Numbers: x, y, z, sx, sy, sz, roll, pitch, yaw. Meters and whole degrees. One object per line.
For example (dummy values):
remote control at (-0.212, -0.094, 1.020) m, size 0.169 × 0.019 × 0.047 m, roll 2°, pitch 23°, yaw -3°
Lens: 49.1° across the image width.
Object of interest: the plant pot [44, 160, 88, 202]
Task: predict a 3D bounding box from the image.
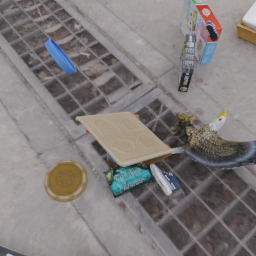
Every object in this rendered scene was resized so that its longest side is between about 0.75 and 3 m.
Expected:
plant pot at (-2.069, 1.705, 9.293) m, size 1.461 × 0.201 × 1.461 m, roll 0°, pitch 60°, yaw -1°

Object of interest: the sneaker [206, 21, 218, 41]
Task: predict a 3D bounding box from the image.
sneaker at (3.023, -3.490, 10.056) m, size 0.284 × 0.809 × 0.332 m, roll -11°, pitch 54°, yaw 27°

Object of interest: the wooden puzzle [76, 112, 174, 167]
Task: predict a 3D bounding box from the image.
wooden puzzle at (-0.106, 0.291, 7.614) m, size 1.997 × 0.499 × 2.157 m, roll -9°, pitch 39°, yaw -46°

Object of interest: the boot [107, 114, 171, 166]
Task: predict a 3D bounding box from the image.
boot at (0.364, 0.330, 9.515) m, size 2.271 × 0.871 × 1.763 m, roll -13°, pitch 49°, yaw 24°

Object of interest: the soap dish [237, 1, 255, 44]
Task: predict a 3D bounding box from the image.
soap dish at (6.247, -4.389, 12.264) m, size 2.504 × 1.017 × 1.970 m, roll 32°, pitch 65°, yaw 16°

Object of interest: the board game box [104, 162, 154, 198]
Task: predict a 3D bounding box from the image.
board game box at (0.019, 1.614, 9.339) m, size 1.426 × 0.201 × 0.965 m, roll -21°, pitch 63°, yaw -12°

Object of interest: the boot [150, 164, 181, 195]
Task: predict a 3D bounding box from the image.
boot at (1.224, 1.619, 9.265) m, size 0.523 × 0.421 × 1.157 m, roll -24°, pitch 70°, yaw -22°

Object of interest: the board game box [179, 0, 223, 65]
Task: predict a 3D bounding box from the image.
board game box at (2.930, -4.202, 11.658) m, size 0.502 × 1.906 × 2.491 m, roll -15°, pitch 62°, yaw -7°

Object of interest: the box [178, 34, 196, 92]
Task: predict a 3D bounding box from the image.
box at (2.286, -2.532, 10.982) m, size 0.434 × 1.424 × 1.767 m, roll 6°, pitch 60°, yaw 5°

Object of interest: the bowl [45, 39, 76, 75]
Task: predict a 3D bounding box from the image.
bowl at (-2.278, -2.380, 9.476) m, size 0.267 × 1.359 × 1.359 m, roll -36°, pitch 65°, yaw 6°

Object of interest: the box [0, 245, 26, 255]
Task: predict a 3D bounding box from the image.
box at (-3.873, 4.363, 7.479) m, size 2.977 × 0.719 × 2.357 m, roll 18°, pitch 62°, yaw 10°

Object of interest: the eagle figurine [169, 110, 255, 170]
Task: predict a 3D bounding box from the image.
eagle figurine at (2.712, 0.488, 8.810) m, size 2.209 × 2.197 × 2.911 m, roll -34°, pitch 60°, yaw -25°
